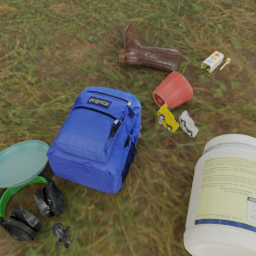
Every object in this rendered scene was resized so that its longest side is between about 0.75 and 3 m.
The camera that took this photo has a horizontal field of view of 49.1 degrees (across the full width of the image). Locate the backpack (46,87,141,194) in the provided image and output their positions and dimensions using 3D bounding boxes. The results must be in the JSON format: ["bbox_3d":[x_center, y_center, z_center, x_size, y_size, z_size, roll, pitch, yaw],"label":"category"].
[{"bbox_3d":[-0.738,0.087,8.447,2.366,2.444,2.912,19,55,6],"label":"backpack"}]

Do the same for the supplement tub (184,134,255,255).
[{"bbox_3d":[2.722,1.863,7.249,2.157,2.157,2.975,13,53,10],"label":"supplement tub"}]

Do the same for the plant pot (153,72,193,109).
[{"bbox_3d":[1.579,-1.279,10.319,1.083,1.224,1.224,-37,60,-11],"label":"plant pot"}]

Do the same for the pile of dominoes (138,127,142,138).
[{"bbox_3d":[-0.162,0.000,9.944,1.261,0.201,0.983,-7,61,2],"label":"pile of dominoes"}]

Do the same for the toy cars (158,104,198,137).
[{"bbox_3d":[1.612,-0.199,9.319,1.901,0.421,0.852,13,73,-37],"label":"toy cars"}]

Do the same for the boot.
[{"bbox_3d":[1.059,-3.491,12.131,2.598,0.835,2.422,7,66,9],"label":"boot"}]

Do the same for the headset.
[{"bbox_3d":[-2.496,2.183,7.517,2.867,1.347,1.771,30,58,34],"label":"headset"}]

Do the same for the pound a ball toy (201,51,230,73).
[{"bbox_3d":[3.750,-2.807,11.842,0.753,0.491,1.156,37,61,25],"label":"pound a ball toy"}]

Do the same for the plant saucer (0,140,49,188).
[{"bbox_3d":[-3.328,1.148,8.612,2.038,0.366,2.038,-10,35,7],"label":"plant saucer"}]
